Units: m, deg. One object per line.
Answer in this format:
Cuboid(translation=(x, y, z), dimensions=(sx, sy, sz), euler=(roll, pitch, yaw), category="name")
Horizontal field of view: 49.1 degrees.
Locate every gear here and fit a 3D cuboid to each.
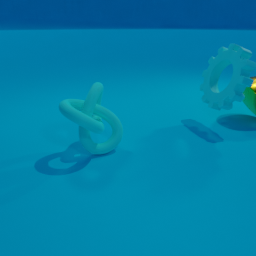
Cuboid(translation=(2.786, -1.439, 8.036), dimensions=(0.341, 1.846, 1.846), euler=(13, 16, -22), category="gear")

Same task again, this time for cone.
Cuboid(translation=(4.480, -1.334, 8.712), dimensions=(1.588, 1.582, 1.582), euler=(-36, 22, 6), category="cone")

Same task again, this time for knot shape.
Cuboid(translation=(-0.760, -0.142, 6.591), dimensions=(0.790, 1.600, 1.710), euler=(-20, 16, 27), category="knot shape")
